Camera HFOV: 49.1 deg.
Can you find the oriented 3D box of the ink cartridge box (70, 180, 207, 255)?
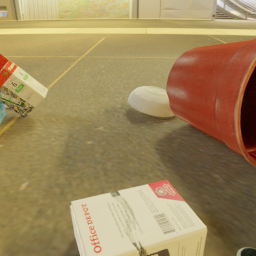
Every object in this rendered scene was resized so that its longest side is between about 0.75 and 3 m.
[{"bbox_3d":[0.084,1.418,3.841,1.549,0.653,1.121,-9,27,-18],"label":"ink cartridge box"}]

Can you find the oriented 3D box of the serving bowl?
[{"bbox_3d":[0.827,-0.915,8.576,1.601,0.527,1.601,11,26,-5],"label":"serving bowl"}]

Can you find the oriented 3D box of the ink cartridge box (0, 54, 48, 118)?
[{"bbox_3d":[-3.320,-1.231,7.701,1.054,1.934,0.487,-36,31,27],"label":"ink cartridge box"}]

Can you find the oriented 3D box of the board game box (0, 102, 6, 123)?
[{"bbox_3d":[-4.811,-0.116,7.199,2.710,0.546,2.074,-4,26,-9],"label":"board game box"}]

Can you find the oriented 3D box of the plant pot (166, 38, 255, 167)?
[{"bbox_3d":[2.476,-0.832,6.519,2.789,2.789,2.713,-13,21,-25],"label":"plant pot"}]

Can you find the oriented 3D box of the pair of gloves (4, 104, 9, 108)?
[{"bbox_3d":[-3.646,-0.973,9.376,1.133,0.234,1.333,-1,26,-3],"label":"pair of gloves"}]

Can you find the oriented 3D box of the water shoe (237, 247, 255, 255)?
[{"bbox_3d":[1.867,1.799,3.119,0.534,0.589,1.493,-10,27,-21],"label":"water shoe"}]
